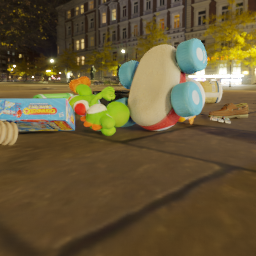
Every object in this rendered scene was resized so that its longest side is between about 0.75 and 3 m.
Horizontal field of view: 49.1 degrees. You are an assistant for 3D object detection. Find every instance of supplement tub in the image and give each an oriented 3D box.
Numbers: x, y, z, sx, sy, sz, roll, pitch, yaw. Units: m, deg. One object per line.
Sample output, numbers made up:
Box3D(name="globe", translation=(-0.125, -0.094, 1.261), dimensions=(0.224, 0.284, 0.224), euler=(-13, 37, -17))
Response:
Box3D(name="supplement tub", translation=(4.962, -2.377, 18.432), dimensions=(2.053, 1.485, 1.485), euler=(0, 9, -2))

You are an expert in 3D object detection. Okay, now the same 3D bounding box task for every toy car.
Box3D(name="toy car", translation=(1.509, -0.845, 8.818), dimensions=(2.716, 2.606, 2.947), euler=(-9, -28, 42))

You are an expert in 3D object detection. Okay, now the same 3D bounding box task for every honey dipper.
Box3D(name="honey dipper", translation=(-3.620, -0.003, 5.404), dimensions=(0.552, 0.552, 2.905), euler=(9, 0, 42))

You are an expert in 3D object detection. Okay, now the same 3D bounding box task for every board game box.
Box3D(name="board game box", translation=(-2.407, -0.297, 7.293), dimensions=(1.847, 0.527, 1.886), euler=(0, -8, -4))

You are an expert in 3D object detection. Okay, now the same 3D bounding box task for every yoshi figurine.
Box3D(name="yoshi figurine", translation=(-0.807, -0.597, 8.200), dimensions=(2.369, 1.326, 1.331), euler=(44, 1, 42))

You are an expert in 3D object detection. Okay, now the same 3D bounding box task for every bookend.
Box3D(name="bookend", translation=(-0.418, -1.472, 14.656), dimensions=(2.071, 0.954, 2.058), euler=(-9, 13, -41))

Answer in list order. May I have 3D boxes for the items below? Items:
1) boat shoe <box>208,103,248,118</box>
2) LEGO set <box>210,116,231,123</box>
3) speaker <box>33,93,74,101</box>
Box3D(name="boat shoe", translation=(3.956, -0.702, 11.079), dimensions=(1.782, 0.606, 0.641), euler=(-4, 10, -22))
Box3D(name="LEGO set", translation=(3.337, -0.279, 10.148), dimensions=(0.647, 0.213, 0.866), euler=(10, 17, 12))
Box3D(name="speaker", translation=(-3.499, -1.224, 13.422), dimensions=(0.911, 0.911, 2.061), euler=(7, 12, 37))
